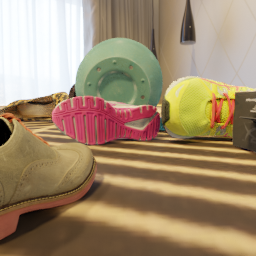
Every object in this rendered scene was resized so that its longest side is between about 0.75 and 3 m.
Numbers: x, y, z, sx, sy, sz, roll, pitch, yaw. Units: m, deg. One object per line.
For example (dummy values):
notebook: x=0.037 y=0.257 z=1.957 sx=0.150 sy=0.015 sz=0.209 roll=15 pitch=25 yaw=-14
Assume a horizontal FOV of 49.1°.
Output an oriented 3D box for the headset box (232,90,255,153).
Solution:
headset box: x=2.616 y=-0.070 z=3.563 sx=2.296 sy=0.861 sz=1.706 roll=-1 pitch=6 yaw=-11

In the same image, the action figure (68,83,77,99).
action figure: x=-0.839 y=-0.742 z=8.773 sx=1.338 sy=0.713 sz=2.056 roll=-2 pitch=-24 yaw=36

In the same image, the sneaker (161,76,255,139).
sneaker: x=1.896 y=-0.342 z=5.084 sx=2.944 sy=1.150 sz=1.329 roll=-3 pitch=9 yaw=-34

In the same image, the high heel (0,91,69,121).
high heel: x=-2.913 y=-0.541 z=8.943 sx=1.989 sy=0.996 sz=2.790 roll=-14 pitch=13 yaw=-29

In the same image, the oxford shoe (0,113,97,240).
oxford shoe: x=-0.669 y=0.213 z=1.899 sx=0.598 sy=0.634 sz=1.696 roll=2 pitch=6 yaw=17

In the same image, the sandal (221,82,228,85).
sandal: x=3.068 y=-0.842 z=8.348 sx=0.769 sy=0.552 sz=1.936 roll=29 pitch=-10 yaw=33

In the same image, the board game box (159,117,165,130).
board game box: x=1.400 y=-0.099 z=6.695 sx=1.345 sy=0.303 sz=1.023 roll=5 pitch=8 yaw=41

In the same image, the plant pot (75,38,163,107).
plant pot: x=-0.238 y=-1.023 z=6.844 sx=2.339 sy=2.339 sz=1.877 roll=0 pitch=15 yaw=1

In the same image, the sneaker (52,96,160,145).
sneaker: x=-0.418 y=-0.113 z=4.972 sx=1.942 sy=0.790 sz=0.857 roll=6 pitch=0 yaw=-31
